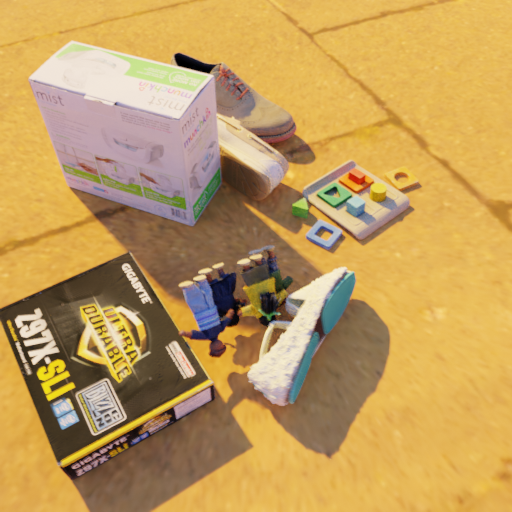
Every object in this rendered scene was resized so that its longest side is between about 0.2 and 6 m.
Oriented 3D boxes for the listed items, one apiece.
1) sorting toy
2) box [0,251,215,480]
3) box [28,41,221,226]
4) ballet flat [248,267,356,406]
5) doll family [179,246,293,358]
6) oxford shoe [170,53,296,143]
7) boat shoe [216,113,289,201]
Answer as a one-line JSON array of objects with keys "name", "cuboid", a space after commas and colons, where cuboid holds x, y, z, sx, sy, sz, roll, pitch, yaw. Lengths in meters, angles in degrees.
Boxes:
[{"name": "sorting toy", "cuboid": [1.933, -1.196, 10.762, 2.828, 0.385, 1.593, -33, 58, -24]}, {"name": "box", "cuboid": [-2.286, 1.479, 8.397, 2.274, 0.703, 2.847, -26, 56, -18]}, {"name": "box", "cuboid": [-2.243, -2.169, 10.167, 2.873, 2.535, 1.389, 18, 53, 15]}, {"name": "ballet flat", "cuboid": [0.687, 1.044, 8.600, 0.948, 0.948, 2.641, 23, 53, 18]}, {"name": "doll family", "cuboid": [-0.266, 0.723, 8.697, 2.133, 1.233, 0.837, -20, 13, -17]}, {"name": "oxford shoe", "cuboid": [-0.615, -3.393, 12.013, 3.251, 1.216, 1.145, 24, 55, 18]}, {"name": "boat shoe", "cuboid": [-0.611, -2.252, 11.262, 2.964, 1.093, 1.025, 40, 57, 18]}]
